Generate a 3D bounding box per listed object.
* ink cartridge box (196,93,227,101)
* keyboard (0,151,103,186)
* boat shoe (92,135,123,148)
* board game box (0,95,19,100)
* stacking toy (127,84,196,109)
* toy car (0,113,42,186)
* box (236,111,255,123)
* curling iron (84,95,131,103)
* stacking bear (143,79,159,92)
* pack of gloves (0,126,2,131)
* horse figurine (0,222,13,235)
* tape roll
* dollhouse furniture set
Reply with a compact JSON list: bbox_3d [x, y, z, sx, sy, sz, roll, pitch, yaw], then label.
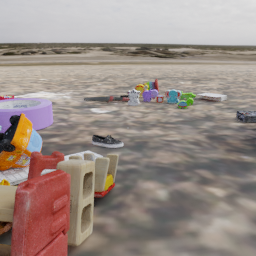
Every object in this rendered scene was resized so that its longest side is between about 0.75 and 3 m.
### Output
[{"bbox_3d":[3.695,-1.367,12.422,0.894,0.227,1.014,-13,20,-39],"label":"ink cartridge box"},{"bbox_3d":[-1.618,0.764,5.425,2.303,0.123,0.648,-12,20,-35],"label":"keyboard"},{"bbox_3d":[-0.499,0.290,6.758,0.810,0.268,0.283,7,18,22],"label":"boat shoe"},{"bbox_3d":[-5.259,-1.280,12.031,1.171,0.289,1.482,-9,19,-28],"label":"board game box"},{"bbox_3d":[1.438,-1.390,11.797,2.763,0.649,2.084,5,17,13],"label":"stacking toy"},{"bbox_3d":[-1.882,0.815,4.686,0.851,1.254,2.557,30,21,-31],"label":"toy car"},{"bbox_3d":[4.093,-0.369,9.041,0.931,0.232,0.734,0,16,0],"label":"box"},{"bbox_3d":[-0.803,-1.220,11.881,2.137,0.273,0.530,-6,11,-19],"label":"curling iron"},{"bbox_3d":[0.959,-2.041,14.081,1.105,0.629,0.671,-8,19,10],"label":"stacking bear"},{"bbox_3d":[-3.623,0.334,6.385,1.812,0.357,1.522,-8,29,-46],"label":"pack of gloves"},{"bbox_3d":[-1.894,1.172,3.713,1.234,0.308,0.818,14,22,40],"label":"horse figurine"},{"bbox_3d":[-3.316,-0.420,8.488,1.991,0.653,1.991,-1,16,0],"label":"tape roll"},{"bbox_3d":[-1.216,0.983,3.439,1.597,1.207,2.967,3,0,10],"label":"dollhouse furniture set"}]
